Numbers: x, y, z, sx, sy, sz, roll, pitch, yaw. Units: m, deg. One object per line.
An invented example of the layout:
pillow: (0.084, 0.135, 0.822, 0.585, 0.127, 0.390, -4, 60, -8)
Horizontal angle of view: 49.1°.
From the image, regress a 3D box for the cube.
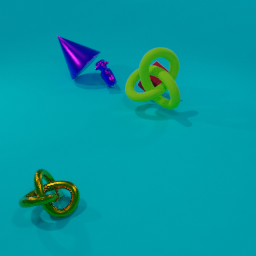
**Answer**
cube: (0.965, -1.696, 9.978, 0.810, 0.810, 0.810, 41, 66, 4)

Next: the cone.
cone: (-2.222, -3.053, 11.134, 1.616, 1.609, 1.609, 46, 37, -11)

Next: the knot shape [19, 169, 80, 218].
knot shape: (-1.704, 1.348, 6.038, 1.214, 0.561, 1.136, 9, 28, -27)

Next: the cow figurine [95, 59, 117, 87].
cow figurine: (-0.813, -2.054, 10.556, 0.572, 1.043, 1.026, -31, -1, 1)

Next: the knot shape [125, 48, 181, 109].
knot shape: (0.963, -1.364, 8.867, 1.835, 1.961, 0.906, 51, 28, 4)
